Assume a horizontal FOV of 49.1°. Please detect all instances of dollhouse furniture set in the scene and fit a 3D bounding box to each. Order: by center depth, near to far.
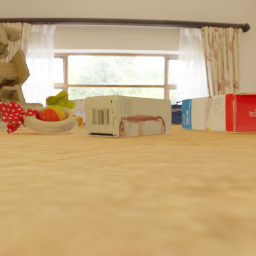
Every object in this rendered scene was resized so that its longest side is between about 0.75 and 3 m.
[{"bbox_3d":[-3.263,-1.073,7.894,2.624,2.300,1.743,-33,-18,38],"label":"dollhouse furniture set"}]

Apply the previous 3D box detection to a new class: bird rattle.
[{"bbox_3d":[-1.680,-0.259,5.706,1.333,0.921,1.635,22,19,37],"label":"bird rattle"}]

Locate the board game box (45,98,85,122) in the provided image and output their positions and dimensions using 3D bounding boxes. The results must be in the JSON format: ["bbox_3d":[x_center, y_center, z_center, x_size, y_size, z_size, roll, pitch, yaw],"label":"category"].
[{"bbox_3d":[-1.240,-0.573,9.606,2.235,0.485,2.224,-2,-6,23],"label":"board game box"}]

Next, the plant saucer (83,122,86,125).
[{"bbox_3d":[-1.698,-0.236,11.532,0.832,0.211,0.832,1,3,0],"label":"plant saucer"}]

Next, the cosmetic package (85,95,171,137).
[{"bbox_3d":[0.060,-0.223,5.308,0.843,0.711,1.631,1,3,41],"label":"cosmetic package"}]

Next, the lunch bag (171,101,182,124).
[{"bbox_3d":[2.506,-0.676,12.192,1.548,1.024,1.052,1,2,11],"label":"lunch bag"}]

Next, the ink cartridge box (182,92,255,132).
[{"bbox_3d":[2.515,-0.343,6.574,1.428,0.827,2.458,-1,3,-21],"label":"ink cartridge box"}]
